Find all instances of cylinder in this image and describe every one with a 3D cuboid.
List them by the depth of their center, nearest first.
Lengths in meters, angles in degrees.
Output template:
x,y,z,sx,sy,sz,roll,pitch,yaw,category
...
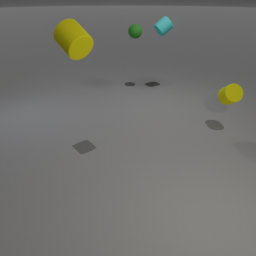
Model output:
x,y,z,sx,sy,sz,roll,pitch,yaw,category
-1.307,-2.119,6.714,0.700,0.700,0.700,-24,64,-38,cylinder
3.885,-1.272,10.642,0.700,0.700,0.700,-3,-4,-6,cylinder
1.772,-5.064,13.957,0.700,0.700,0.700,-40,33,2,cylinder

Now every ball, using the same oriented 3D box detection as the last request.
x,y,z,sx,sy,sz,roll,pitch,yaw,category
0.362,-4.896,14.188,0.700,0.700,0.700,0,27,0,ball
